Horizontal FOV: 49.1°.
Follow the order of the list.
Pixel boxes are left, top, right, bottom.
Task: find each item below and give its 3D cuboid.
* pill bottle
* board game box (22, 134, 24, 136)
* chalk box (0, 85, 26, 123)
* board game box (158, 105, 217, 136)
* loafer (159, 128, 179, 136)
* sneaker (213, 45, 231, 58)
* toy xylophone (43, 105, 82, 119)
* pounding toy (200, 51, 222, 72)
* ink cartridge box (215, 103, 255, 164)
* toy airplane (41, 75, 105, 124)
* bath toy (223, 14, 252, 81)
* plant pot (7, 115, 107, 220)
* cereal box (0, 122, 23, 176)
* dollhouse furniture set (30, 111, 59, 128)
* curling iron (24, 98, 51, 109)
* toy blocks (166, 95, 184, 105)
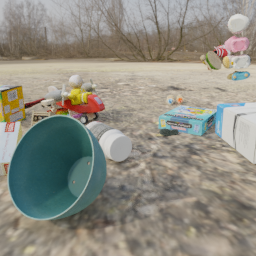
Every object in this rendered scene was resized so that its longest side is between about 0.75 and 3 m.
[{"bbox_3d":[-0.624,0.381,8.090,0.870,0.870,1.528,-11,20,-33],"label":"pill bottle"},{"bbox_3d":[-4.413,0.330,8.874,2.692,0.524,2.127,-7,18,-23],"label":"board game box"},{"bbox_3d":[-5.727,-0.959,11.542,2.393,1.481,1.489,3,18,13],"label":"chalk box"},{"bbox_3d":[2.460,-0.368,11.183,1.691,0.525,2.239,10,19,30],"label":"board game box"},{"bbox_3d":[1.428,0.158,10.016,0.756,0.272,0.238,1,-4,-19],"label":"loafer"},{"bbox_3d":[3.931,-3.369,12.235,0.701,0.444,1.247,5,28,-6],"label":"sneaker"},{"bbox_3d":[-2.956,-0.838,12.722,1.549,0.532,2.116,-11,20,-32],"label":"toy xylophone"},{"bbox_3d":[3.156,-2.511,10.932,1.037,0.801,0.481,-27,-4,-42],"label":"pounding toy"},{"bbox_3d":[4.208,0.040,8.695,2.012,1.161,2.773,-1,17,-4],"label":"ink cartridge box"},{"bbox_3d":[-2.351,-1.392,11.724,2.498,1.771,2.509,2,25,-19],"label":"toy airplane"},{"bbox_3d":[4.300,-3.178,11.038,1.084,2.493,0.921,4,28,28],"label":"bath toy"},{"bbox_3d":[-1.154,0.846,5.479,1.888,1.888,1.272,10,-14,29],"label":"plant pot"},{"bbox_3d":[-4.218,0.568,7.335,2.619,0.518,1.885,-3,34,-13],"label":"cereal box"},{"bbox_3d":[-3.013,-0.173,10.528,0.748,0.744,1.061,3,-7,14],"label":"dollhouse furniture set"},{"bbox_3d":[-4.527,-0.992,12.800,2.307,0.295,0.572,-13,45,-1],"label":"curling iron"},{"bbox_3d":[2.545,-1.479,15.090,0.919,0.401,1.103,2,17,9],"label":"toy blocks"}]
